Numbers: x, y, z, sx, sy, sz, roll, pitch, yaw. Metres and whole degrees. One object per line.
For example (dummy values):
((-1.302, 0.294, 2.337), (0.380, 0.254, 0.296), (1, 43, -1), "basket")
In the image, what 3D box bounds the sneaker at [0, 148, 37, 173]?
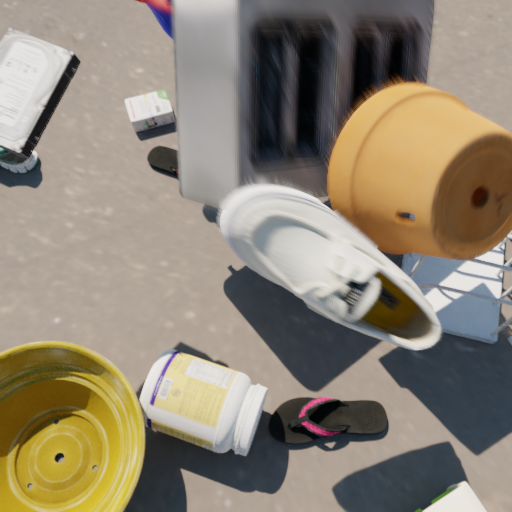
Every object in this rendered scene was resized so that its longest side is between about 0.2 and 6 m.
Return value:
((-5.126, -2.122, 10.597), (1.821, 0.830, 0.706), (5, 64, 3), "sneaker")

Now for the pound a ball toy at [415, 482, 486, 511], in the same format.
((2.787, 4.610, 7.119), (1.781, 1.160, 2.732), (-26, 66, -12), "pound a ball toy")

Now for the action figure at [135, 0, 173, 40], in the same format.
((-1.144, -3.972, 8.654), (1.687, 3.409, 1.112), (20, 77, 44), "action figure")

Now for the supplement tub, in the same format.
((-0.767, 2.176, 8.284), (1.651, 1.201, 1.201), (18, 65, 8), "supplement tub")

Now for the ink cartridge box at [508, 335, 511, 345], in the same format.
((4.697, 1.392, 9.131), (0.880, 0.373, 0.641), (-23, 66, -9), "ink cartridge box")

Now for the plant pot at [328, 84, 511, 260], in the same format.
((2.342, -0.972, 7.303), (2.334, 2.334, 1.633), (-28, 29, -13), "plant pot")

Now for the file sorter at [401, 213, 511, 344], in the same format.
((3.433, -0.097, 9.234), (1.687, 1.514, 2.431), (13, 64, 6), "file sorter")

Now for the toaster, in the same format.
((0.636, -2.534, 8.276), (3.318, 3.670, 2.177), (-10, 23, -28), "toaster")

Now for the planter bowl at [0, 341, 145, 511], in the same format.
((-2.955, 2.809, 7.960), (2.958, 1.232, 2.958), (0, 64, 0), "planter bowl")

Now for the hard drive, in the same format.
((-2.781, -1.910, 6.548), (0.943, 0.255, 1.350), (24, 84, 12), "hard drive")

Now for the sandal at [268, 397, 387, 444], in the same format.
((1.101, 2.462, 8.580), (1.851, 0.417, 0.695), (-4, 64, -2), "sandal")

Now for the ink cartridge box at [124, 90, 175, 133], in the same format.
((-2.136, -2.909, 11.244), (0.850, 0.357, 0.615), (-17, 65, -8), "ink cartridge box")

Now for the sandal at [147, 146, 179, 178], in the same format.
((-1.281, -1.733, 10.647), (1.749, 0.394, 0.657), (18, 65, 9), "sandal")

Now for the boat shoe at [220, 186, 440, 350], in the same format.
((0.932, 0.244, 6.194), (2.941, 1.027, 1.043), (33, 101, -26), "boat shoe")
